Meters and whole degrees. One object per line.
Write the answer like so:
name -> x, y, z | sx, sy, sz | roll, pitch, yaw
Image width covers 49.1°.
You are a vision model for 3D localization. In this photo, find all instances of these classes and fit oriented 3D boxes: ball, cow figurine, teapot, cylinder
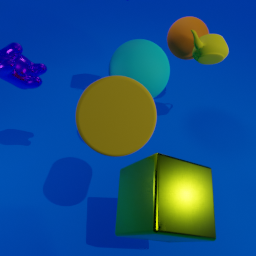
ball -> 0.232, -1.202, 5.909 | 1.285, 1.285, 1.285 | 0, 45, 0
ball -> 1.683, -2.510, 7.876 | 1.160, 1.160, 1.160 | 0, 45, 0
cow figurine -> -2.455, -1.192, 5.521 | 1.321, 1.343, 0.737 | -7, 60, 38
teapot -> 1.942, -1.948, 6.725 | 1.345, 0.836, 0.659 | 10, 77, -38
cylinder -> -0.215, -0.212, 4.115 | 1.062, 1.062, 1.062 | -7, 9, -7

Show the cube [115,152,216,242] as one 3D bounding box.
cube -> 0.571, 1.171, 4.470 | 1.122, 1.122, 1.122 | 17, 62, -26
